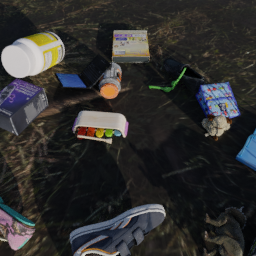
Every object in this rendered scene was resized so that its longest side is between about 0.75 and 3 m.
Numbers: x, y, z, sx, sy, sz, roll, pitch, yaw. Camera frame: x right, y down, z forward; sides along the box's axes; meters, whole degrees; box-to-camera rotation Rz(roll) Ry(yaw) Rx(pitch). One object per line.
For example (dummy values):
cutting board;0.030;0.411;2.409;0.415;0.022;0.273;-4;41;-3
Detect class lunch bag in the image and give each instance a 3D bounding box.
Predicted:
lunch bag;3.681;-0.950;11.418;1.253;0.783;1.665;-8;61;-9

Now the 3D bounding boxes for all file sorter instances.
file sorter;5.219;0.369;9.621;1.662;1.470;2.396;34;56;26

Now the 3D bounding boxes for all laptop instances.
laptop;-1.999;-2.533;12.149;2.047;1.057;1.814;-47;37;6

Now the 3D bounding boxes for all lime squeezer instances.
lime squeezer;1.847;-1.953;12.291;1.778;0.335;0.628;-27;60;13

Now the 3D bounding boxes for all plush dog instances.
plush dog;3.331;-0.119;10.423;1.058;0.909;0.849;9;49;8

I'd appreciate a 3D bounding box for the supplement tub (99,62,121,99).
supplement tub;-0.771;-2.052;12.144;0.944;0.944;1.540;1;48;1

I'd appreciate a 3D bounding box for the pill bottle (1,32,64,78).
pill bottle;-4.087;-3.225;12.259;1.569;1.569;2.746;13;29;11

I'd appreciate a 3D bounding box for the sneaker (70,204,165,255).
sneaker;-0.165;2.995;7.551;2.716;1.065;1.079;-20;45;-3

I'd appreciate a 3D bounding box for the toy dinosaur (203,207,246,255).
toy dinosaur;2.689;3.004;7.648;1.201;0.904;2.348;4;45;13

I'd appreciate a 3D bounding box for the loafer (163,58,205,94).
loafer;2.528;-2.553;12.623;0.855;0.884;2.519;-26;53;-21

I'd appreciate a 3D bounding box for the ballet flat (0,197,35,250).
ballet flat;-3.964;2.479;8.175;2.911;1.006;1.036;30;75;24

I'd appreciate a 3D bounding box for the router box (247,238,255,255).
router box;4.862;3.421;7.248;2.905;0.902;2.176;29;54;23

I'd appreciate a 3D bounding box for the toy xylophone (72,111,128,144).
toy xylophone;-1.109;-0.016;10.576;2.162;0.543;1.583;11;49;10

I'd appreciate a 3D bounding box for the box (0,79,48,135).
box;-4.361;-0.862;11.027;1.424;1.004;1.924;20;51;17

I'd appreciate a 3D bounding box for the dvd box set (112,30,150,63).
dvd box set;0.132;-4.270;14.515;1.848;0.371;2.525;-1;48;-1
